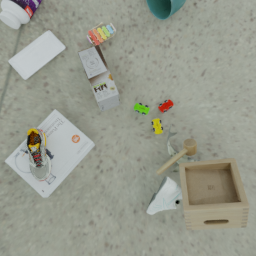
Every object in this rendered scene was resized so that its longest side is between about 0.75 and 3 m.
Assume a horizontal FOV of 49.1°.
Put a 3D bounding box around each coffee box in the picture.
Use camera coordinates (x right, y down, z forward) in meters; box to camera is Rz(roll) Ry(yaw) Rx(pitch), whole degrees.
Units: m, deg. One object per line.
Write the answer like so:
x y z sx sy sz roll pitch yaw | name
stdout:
-1.079 -1.885 10.753 0.862 1.237 2.163 -22 78 -5 | coffee box

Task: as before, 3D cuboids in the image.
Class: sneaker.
-3.160 0.892 9.607 0.743 0.784 1.909 -15 78 -4 | sneaker
1.214 2.440 9.252 0.868 2.167 0.762 27 52 5 | sneaker

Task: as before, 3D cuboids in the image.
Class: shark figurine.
1.809 0.847 10.308 1.080 0.754 1.807 -37 96 22 | shark figurine

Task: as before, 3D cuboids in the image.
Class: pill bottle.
-4.378 -5.235 11.592 1.218 1.218 2.166 24 78 6 | pill bottle

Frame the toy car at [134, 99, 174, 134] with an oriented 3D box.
0.902 -0.588 10.903 1.405 0.333 1.493 22 76 6 | toy car

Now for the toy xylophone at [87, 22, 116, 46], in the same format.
-1.173 -3.981 11.751 1.251 0.314 0.916 -38 79 -9 | toy xylophone

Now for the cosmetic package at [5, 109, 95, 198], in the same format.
-2.832 0.919 10.360 1.976 0.677 2.621 40 79 6 | cosmetic package

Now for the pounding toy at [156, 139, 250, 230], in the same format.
2.209 1.728 9.004 2.468 1.285 2.809 -7 41 11 | pounding toy

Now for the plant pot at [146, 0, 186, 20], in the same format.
1.700 -5.477 11.556 1.265 1.576 1.576 -34 78 -21 | plant pot

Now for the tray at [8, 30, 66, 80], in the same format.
-3.712 -2.987 11.545 2.149 0.238 1.154 -42 79 -9 | tray
